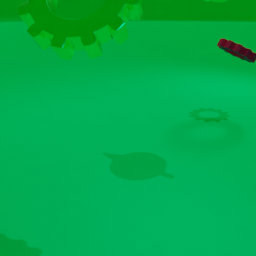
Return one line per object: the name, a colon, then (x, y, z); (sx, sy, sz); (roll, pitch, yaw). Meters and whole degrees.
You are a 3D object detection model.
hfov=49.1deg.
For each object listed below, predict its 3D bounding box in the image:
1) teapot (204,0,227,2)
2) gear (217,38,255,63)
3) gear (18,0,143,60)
teapot: (1.640, -2.909, 5.435); (1.769, 0.866, 1.100); (28, 5, 31)
gear: (3.273, -2.322, 8.410); (1.198, 0.222, 1.198); (25, 15, -7)
gear: (-0.553, -1.525, 3.327); (1.456, 1.456, 0.269); (5, -15, 11)
